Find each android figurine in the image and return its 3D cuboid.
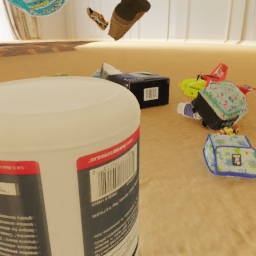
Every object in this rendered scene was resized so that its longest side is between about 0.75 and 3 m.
[{"bbox_3d":[3.310,-1.797,12.616,2.125,0.436,1.934,23,32,39],"label":"android figurine"}]

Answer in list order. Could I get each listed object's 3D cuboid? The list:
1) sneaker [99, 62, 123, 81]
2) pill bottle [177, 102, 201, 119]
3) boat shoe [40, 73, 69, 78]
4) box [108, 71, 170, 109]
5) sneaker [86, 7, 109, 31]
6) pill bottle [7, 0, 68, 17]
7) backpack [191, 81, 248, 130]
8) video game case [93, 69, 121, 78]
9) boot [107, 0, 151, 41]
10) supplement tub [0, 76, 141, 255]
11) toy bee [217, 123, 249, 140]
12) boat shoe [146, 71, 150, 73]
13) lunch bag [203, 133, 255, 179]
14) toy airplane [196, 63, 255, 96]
[{"bbox_3d":[-0.813,-2.626,14.348,1.168,0.999,2.682,5,27,-17],"label":"sneaker"},{"bbox_3d":[2.132,-0.613,9.565,0.818,0.490,0.490,16,27,35],"label":"pill bottle"},{"bbox_3d":[-3.712,-2.439,14.168,1.532,0.559,0.482,-6,31,-11],"label":"boat shoe"},{"bbox_3d":[0.388,-1.541,11.084,1.819,1.121,1.805,-11,23,-27],"label":"box"},{"bbox_3d":[-1.280,-4.697,11.877,0.448,1.159,0.454,-33,26,36],"label":"sneaker"},{"bbox_3d":[-1.654,-2.642,4.756,1.239,1.239,2.236,-1,11,-3],"label":"pill bottle"},{"bbox_3d":[2.990,-0.758,8.833,1.585,1.194,1.407,-10,56,-37],"label":"backpack"},{"bbox_3d":[-1.204,-3.216,16.574,1.501,0.187,2.098,1,21,2],"label":"video game case"},{"bbox_3d":[-0.005,-3.268,8.122,0.818,0.839,2.223,35,46,-2],"label":"boot"},{"bbox_3d":[-0.752,0.812,3.155,1.780,2.536,1.780,0,22,0],"label":"supplement tub"},{"bbox_3d":[2.873,0.106,7.749,0.924,0.502,0.605,-11,22,-25],"label":"toy bee"},{"bbox_3d":[0.741,-2.978,15.674,1.103,0.417,0.407,-5,19,-16],"label":"boat shoe"},{"bbox_3d":[2.254,0.654,6.176,0.952,0.713,1.120,3,37,0],"label":"lunch bag"},{"bbox_3d":[4.162,-1.894,11.987,2.509,0.461,2.509,-1,46,1],"label":"toy airplane"}]
